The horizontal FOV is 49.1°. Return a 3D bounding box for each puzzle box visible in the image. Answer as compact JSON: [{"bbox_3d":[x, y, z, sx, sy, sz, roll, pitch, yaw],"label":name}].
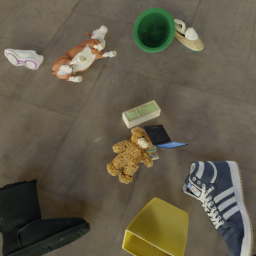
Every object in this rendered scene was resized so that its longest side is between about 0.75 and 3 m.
[{"bbox_3d":[0.529,0.810,9.085,0.838,0.107,0.557,-11,58,-6],"label":"puzzle box"}]

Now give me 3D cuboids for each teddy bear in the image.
[{"bbox_3d":[0.124,0.824,8.372,1.742,0.582,1.263,-38,85,0],"label":"teddy bear"}]

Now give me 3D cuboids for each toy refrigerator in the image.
[{"bbox_3d":[0.467,-0.491,9.695,1.231,0.431,0.467,-22,61,-13],"label":"toy refrigerator"}]

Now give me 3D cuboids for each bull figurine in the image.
[{"bbox_3d":[-1.568,-2.810,10.679,2.912,0.948,1.768,-45,37,-16],"label":"bull figurine"}]

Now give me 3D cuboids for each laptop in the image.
[{"bbox_3d":[0.998,0.207,7.438,0.821,0.479,0.927,-6,62,-45],"label":"laptop"}]

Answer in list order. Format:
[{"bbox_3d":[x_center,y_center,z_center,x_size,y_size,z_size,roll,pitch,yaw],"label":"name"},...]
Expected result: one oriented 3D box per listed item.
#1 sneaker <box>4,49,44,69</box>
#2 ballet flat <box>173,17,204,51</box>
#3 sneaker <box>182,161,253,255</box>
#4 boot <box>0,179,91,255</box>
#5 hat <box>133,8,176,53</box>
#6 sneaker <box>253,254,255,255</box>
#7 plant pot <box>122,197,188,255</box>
[{"bbox_3d":[-4.112,-2.806,11.129,1.568,0.587,0.781,20,47,7],"label":"sneaker"},{"bbox_3d":[2.355,-3.988,11.709,0.722,0.668,2.047,-39,66,-21],"label":"ballet flat"},{"bbox_3d":[2.361,2.147,7.708,1.559,1.007,2.874,7,52,-1],"label":"sneaker"},{"bbox_3d":[-2.504,2.370,7.667,2.515,0.931,2.061,-22,62,-8],"label":"boot"},{"bbox_3d":[1.224,-4.096,12.074,1.690,1.796,2.040,22,96,7],"label":"hat"},{"bbox_3d":[3.481,3.911,6.796,2.543,0.954,1.468,-32,58,-29],"label":"sneaker"},{"bbox_3d":[0.806,2.687,7.249,1.425,1.425,1.257,24,53,14],"label":"plant pot"}]
